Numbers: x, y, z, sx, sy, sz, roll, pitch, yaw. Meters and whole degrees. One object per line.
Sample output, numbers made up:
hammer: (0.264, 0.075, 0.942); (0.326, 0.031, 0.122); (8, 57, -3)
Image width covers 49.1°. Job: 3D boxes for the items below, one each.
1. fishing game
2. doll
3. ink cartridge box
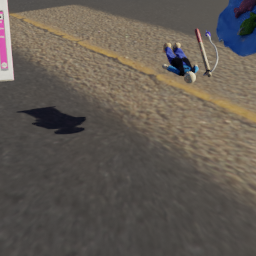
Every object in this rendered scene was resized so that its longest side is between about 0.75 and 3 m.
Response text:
fishing game: (2.275, -2.074, 4.629); (0.431, 2.775, 1.987); (29, 45, -34)
doll: (1.439, -1.778, 7.799); (1.063, 0.378, 1.559); (-6, 51, -18)
ink cartridge box: (-3.096, -2.395, 6.575); (0.448, 2.418, 1.145); (-11, 26, -30)
